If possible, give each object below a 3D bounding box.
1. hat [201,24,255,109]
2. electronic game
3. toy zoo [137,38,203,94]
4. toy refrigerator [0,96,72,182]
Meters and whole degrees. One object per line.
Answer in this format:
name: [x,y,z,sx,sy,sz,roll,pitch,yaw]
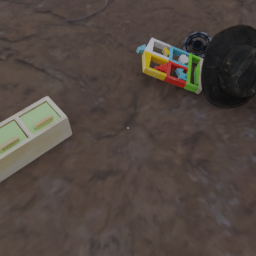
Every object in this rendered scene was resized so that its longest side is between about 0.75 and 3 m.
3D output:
hat: [2.779,-1.399,6.783,2.097,2.097,0.846,-14,21,-9]
electronic game: [2.124,-2.516,8.538,0.884,0.184,0.884,-3,79,17]
toy zoo: [1.172,-1.815,7.858,1.993,0.204,1.307,19,55,-9]
toy refrigerator: [-2.541,0.297,6.386,2.351,0.823,0.893,-35,62,-22]
